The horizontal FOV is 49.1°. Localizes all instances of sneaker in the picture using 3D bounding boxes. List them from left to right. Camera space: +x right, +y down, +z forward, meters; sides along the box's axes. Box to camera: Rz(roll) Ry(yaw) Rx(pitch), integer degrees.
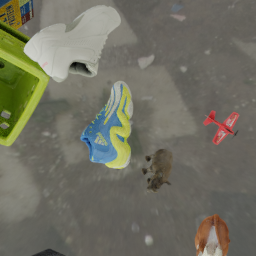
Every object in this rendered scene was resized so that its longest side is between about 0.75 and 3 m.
[{"bbox_3d":[-0.748,-1.392,4.843,1.989,0.775,0.989,-42,105,-33],"label":"sneaker"},{"bbox_3d":[-0.470,-0.139,6.056,1.053,0.759,2.004,4,70,-18],"label":"sneaker"}]

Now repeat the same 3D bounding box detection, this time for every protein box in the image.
[{"bbox_3d":[-3.381,-2.971,6.312,1.703,1.149,1.691,44,70,-3],"label":"protein box"}]

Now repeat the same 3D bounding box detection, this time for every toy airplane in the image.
[{"bbox_3d":[1.972,-0.057,6.009,0.805,0.148,0.805,2,97,12],"label":"toy airplane"}]

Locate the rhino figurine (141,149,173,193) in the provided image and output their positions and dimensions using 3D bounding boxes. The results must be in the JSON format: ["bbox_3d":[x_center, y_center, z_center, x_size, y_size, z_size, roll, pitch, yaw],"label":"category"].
[{"bbox_3d":[0.488,0.681,4.467,0.498,1.138,0.340,-29,104,19],"label":"rhino figurine"}]

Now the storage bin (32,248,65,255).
[{"bbox_3d":[-0.868,1.714,2.815,0.372,0.537,0.794,11,90,26],"label":"storage bin"}]

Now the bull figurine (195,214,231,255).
[{"bbox_3d":[1.187,1.758,3.993,0.459,1.411,0.857,5,53,24],"label":"bull figurine"}]

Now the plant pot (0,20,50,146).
[{"bbox_3d":[-2.555,-1.037,5.263,1.802,1.810,1.643,27,27,-25],"label":"plant pot"}]
